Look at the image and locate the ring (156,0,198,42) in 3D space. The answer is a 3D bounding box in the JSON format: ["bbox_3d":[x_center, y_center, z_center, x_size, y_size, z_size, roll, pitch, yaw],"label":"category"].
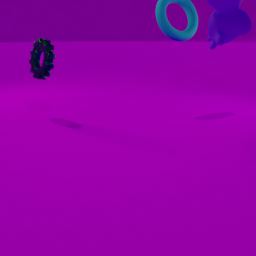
[{"bbox_3d":[1.683,-3.786,9.538,1.690,1.690,0.338,-10,0,-27],"label":"ring"}]

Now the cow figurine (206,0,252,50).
[{"bbox_3d":[1.587,-2.324,4.892,1.657,1.630,0.909,23,38,-17],"label":"cow figurine"}]

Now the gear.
[{"bbox_3d":[-2.709,-2.157,8.784,0.233,1.258,1.258,0,13,-45],"label":"gear"}]
